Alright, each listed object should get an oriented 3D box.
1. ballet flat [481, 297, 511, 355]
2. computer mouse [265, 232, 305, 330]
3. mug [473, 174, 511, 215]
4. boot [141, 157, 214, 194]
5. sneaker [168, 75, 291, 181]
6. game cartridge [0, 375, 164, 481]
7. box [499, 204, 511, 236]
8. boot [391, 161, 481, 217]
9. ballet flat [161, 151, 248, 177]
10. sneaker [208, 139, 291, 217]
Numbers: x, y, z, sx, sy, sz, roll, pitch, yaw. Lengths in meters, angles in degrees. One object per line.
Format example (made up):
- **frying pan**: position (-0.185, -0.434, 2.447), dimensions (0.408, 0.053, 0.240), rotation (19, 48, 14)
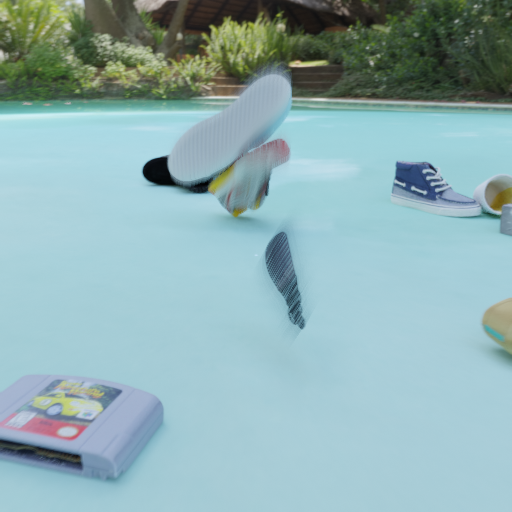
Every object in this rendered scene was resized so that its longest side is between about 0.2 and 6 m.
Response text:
- **ballet flat**: position (3.398, 0.512, 5.901), dimensions (2.375, 0.815, 0.748), rotation (-8, 14, -24)
- **computer mouse**: position (0.243, 0.170, 5.421), dimensions (0.264, 0.695, 1.003), rotation (-12, 44, 3)
- **mug**: position (4.852, -1.123, 11.335), dimensions (0.795, 0.993, 0.815), rotation (-31, 2, -1)
- **boot**: position (-1.978, -2.014, 13.903), dimensions (1.920, 0.722, 1.435), rotation (0, 18, -1)
- **sneaker**: position (-0.372, -2.132, 10.266), dimensions (2.602, 0.962, 1.066), rotation (-34, -18, 3)
- **game cartridge**: position (-1.491, 1.279, 4.399), dimensions (1.386, 0.283, 0.922), rotation (5, 14, 15)
- **box**: position (5.686, -0.544, 9.596), dimensions (1.773, 0.541, 2.239), rotation (-12, 21, -33)
- **boot**: position (3.719, -1.435, 11.726), dimensions (0.762, 0.946, 2.094), rotation (-15, 23, -39)
- **ballet flat**: position (-1.556, -2.412, 15.464), dimensions (2.966, 0.687, 0.999), rotation (-14, 54, -23)
- **sneaker**: position (0.001, -1.430, 10.458), dimensions (0.882, 0.931, 2.267), rotation (-37, 4, -33)
